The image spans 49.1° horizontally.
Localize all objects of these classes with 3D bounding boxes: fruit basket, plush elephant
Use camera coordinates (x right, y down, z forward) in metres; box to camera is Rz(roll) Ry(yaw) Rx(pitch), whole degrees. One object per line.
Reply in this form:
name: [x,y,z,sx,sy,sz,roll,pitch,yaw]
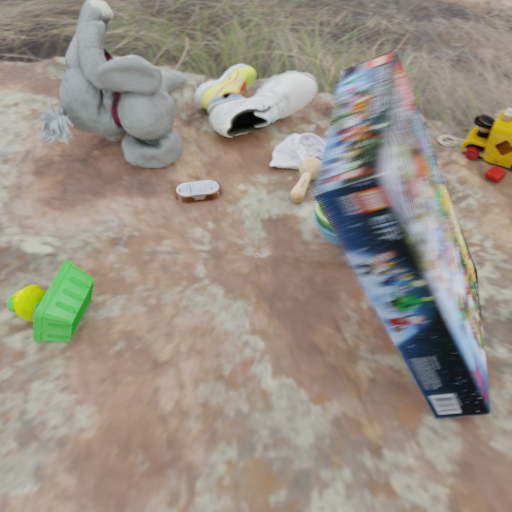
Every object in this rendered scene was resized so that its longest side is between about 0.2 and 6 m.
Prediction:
fruit basket: [-3.135,0.668,8.348,1.222,0.881,1.222,12,45,-13]
plush elephant: [-2.529,-3.176,11.123,2.421,2.576,3.127,11,53,8]

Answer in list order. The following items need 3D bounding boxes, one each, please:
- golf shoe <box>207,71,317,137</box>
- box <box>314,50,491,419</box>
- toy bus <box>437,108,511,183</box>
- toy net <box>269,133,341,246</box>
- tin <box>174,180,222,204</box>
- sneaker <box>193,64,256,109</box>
golf shoe: [0.271,-3.123,12.057,2.571,1.006,1.250,-23,41,-7]
box: [2.011,-0.186,7.050,0.735,3.902,2.665,-14,38,28]
toy bus: [5.048,-2.454,11.387,1.957,1.011,1.847,-9,45,-10]
toy net: [1.500,-1.508,10.616,1.948,0.717,3.713,-14,45,-14]
tin: [-1.116,-1.246,10.743,0.913,0.191,0.511,-8,40,-8]
sneaker: [-0.566,-3.830,13.139,0.834,0.722,1.848,37,59,20]
